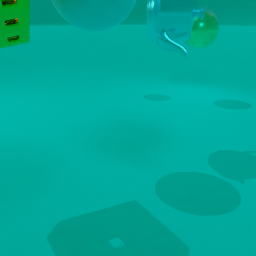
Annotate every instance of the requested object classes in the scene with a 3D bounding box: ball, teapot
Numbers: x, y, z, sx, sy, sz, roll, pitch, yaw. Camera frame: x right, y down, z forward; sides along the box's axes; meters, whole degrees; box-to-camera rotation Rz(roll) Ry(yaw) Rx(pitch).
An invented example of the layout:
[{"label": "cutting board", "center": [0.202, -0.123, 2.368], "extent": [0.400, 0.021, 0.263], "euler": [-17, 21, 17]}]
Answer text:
[{"label": "ball", "center": [-0.519, -2.176, 4.245], "extent": [1.365, 1.365, 1.365], "euler": [0, 22, 0]}, {"label": "ball", "center": [2.445, -3.313, 9.467], "extent": [1.192, 1.192, 1.192], "euler": [0, 22, 0]}, {"label": "teapot", "center": [0.903, -2.114, 5.249], "extent": [1.022, 1.298, 2.087], "euler": [6, 65, 12]}]

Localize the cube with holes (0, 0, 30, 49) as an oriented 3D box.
[{"label": "cube with holes", "center": [-1.938, -1.670, 3.087], "extent": [1.278, 1.278, 1.278], "euler": [-20, -1, -21]}]
